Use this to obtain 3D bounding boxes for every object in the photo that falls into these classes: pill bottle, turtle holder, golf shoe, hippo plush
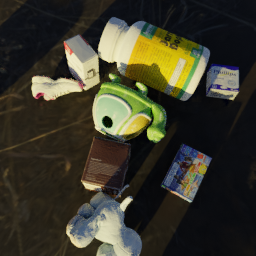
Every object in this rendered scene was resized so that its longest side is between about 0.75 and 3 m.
[{"bbox_3d":[0.716,-2.119,8.345,2.984,1.683,1.683,24,69,2],"label":"pill bottle"},{"bbox_3d":[0.015,-0.362,7.921,2.140,1.626,1.519,28,81,-5],"label":"turtle holder"},{"bbox_3d":[-2.220,-1.194,8.804,1.653,0.623,0.757,6,80,7],"label":"golf shoe"},{"bbox_3d":[-0.369,2.512,6.951,1.941,1.546,1.561,-35,102,1],"label":"hippo plush"}]

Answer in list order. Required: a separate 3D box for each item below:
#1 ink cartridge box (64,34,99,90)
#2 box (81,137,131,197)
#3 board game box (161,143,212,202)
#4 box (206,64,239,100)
[{"bbox_3d":[-1.400,-1.992,8.659,0.575,1.379,1.001,-33,71,-17],"label":"ink cartridge box"},{"bbox_3d":[-0.549,1.066,7.533,1.021,1.032,1.244,12,67,5],"label":"box"},{"bbox_3d":[1.647,1.237,7.888,0.940,0.239,1.388,28,70,11],"label":"board game box"},{"bbox_3d":[2.999,-1.475,8.904,0.881,0.503,0.958,8,66,2],"label":"box"}]
